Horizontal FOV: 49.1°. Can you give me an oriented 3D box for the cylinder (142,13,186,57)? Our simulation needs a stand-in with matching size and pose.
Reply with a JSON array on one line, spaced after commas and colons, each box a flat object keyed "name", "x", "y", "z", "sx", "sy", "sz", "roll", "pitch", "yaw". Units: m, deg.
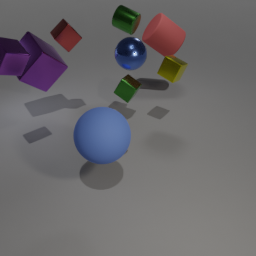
[{"name": "cylinder", "x": 1.574, "y": -4.071, "z": 12.390, "sx": 1.400, "sy": 1.400, "sz": 1.400, "roll": 29, "pitch": 23, "yaw": -23}]

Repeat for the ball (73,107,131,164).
[{"name": "ball", "x": -0.628, "y": 0.183, "z": 6.872, "sx": 1.400, "sy": 1.400, "sz": 1.400, "roll": 0, "pitch": 31, "yaw": 0}]

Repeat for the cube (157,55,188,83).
[{"name": "cube", "x": 1.590, "y": -2.116, "z": 9.995, "sx": 0.700, "sy": 0.700, "sz": 0.700, "roll": 35, "pitch": 31, "yaw": 17}]

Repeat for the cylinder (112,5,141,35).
[{"name": "cylinder", "x": -0.049, "y": -3.442, "z": 8.928, "sx": 0.700, "sy": 0.700, "sz": 0.700, "roll": 29, "pitch": 37, "yaw": 8}]

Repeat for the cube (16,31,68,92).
[{"name": "cube", "x": -3.476, "y": -2.500, "z": 10.736, "sx": 1.400, "sy": 1.400, "sz": 1.400, "roll": 52, "pitch": 14, "yaw": 26}]

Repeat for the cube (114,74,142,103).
[{"name": "cube", "x": -0.004, "y": -1.532, "z": 10.862, "sx": 0.700, "sy": 0.700, "sz": 0.700, "roll": 36, "pitch": 34, "yaw": 2}]

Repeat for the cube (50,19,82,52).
[{"name": "cube", "x": -2.151, "y": -3.211, "z": 9.712, "sx": 0.700, "sy": 0.700, "sz": 0.700, "roll": -44, "pitch": 44, "yaw": 7}]

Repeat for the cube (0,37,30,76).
[{"name": "cube", "x": -3.129, "y": -1.854, "z": 7.294, "sx": 0.700, "sy": 0.700, "sz": 0.700, "roll": 48, "pitch": 30, "yaw": 20}]

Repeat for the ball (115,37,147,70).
[{"name": "ball", "x": 0.060, "y": -1.601, "z": 6.049, "sx": 0.700, "sy": 0.700, "sz": 0.700, "roll": 0, "pitch": 31, "yaw": 0}]
